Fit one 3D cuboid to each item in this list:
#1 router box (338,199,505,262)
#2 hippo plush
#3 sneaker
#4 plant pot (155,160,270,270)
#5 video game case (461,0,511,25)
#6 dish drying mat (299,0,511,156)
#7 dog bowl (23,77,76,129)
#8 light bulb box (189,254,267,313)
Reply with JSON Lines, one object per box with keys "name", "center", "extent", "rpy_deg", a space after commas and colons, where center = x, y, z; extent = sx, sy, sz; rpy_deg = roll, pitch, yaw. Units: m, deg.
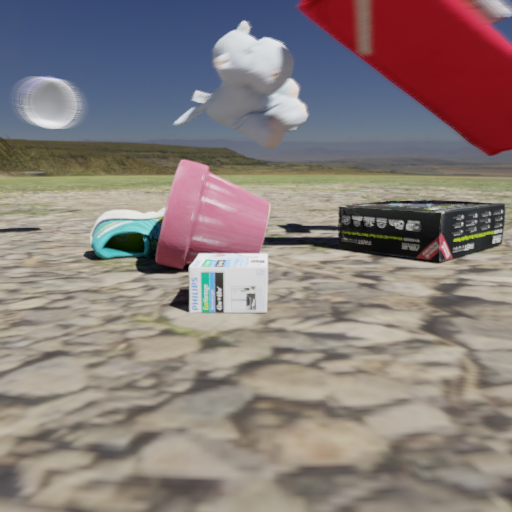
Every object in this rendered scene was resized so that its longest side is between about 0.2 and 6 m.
{"name": "router box", "center": [3.090, -0.558, 10.371], "extent": [2.011, 0.834, 2.683], "rpy_deg": [10, 14, 44]}
{"name": "hippo plush", "center": [-0.111, -3.198, 9.847], "extent": [2.233, 1.795, 1.778], "rpy_deg": [19, 56, 9]}
{"name": "sneaker", "center": [-1.630, -0.277, 9.537], "extent": [2.326, 0.902, 0.927], "rpy_deg": [-6, 29, -7]}
{"name": "plant pot", "center": [-0.614, -0.491, 8.486], "extent": [1.463, 1.634, 1.634], "rpy_deg": [14, 10, -4]}
{"name": "video game case", "center": [3.751, -4.547, 9.926], "extent": [1.303, 0.116, 0.933], "rpy_deg": [30, 3, -16]}
{"name": "dish drying mat", "center": [2.942, -3.034, 8.832], "extent": [4.582, 0.417, 1.760], "rpy_deg": [28, -30, -24]}
{"name": "dog bowl", "center": [-4.017, -2.976, 10.883], "extent": [0.958, 0.958, 0.377], "rpy_deg": [-5, 26, -24]}
{"name": "light bulb box", "center": [-0.299, 0.300, 6.480], "extent": [0.865, 0.540, 0.857], "rpy_deg": [0, 10, 1]}
